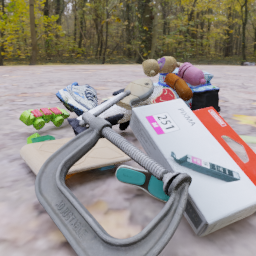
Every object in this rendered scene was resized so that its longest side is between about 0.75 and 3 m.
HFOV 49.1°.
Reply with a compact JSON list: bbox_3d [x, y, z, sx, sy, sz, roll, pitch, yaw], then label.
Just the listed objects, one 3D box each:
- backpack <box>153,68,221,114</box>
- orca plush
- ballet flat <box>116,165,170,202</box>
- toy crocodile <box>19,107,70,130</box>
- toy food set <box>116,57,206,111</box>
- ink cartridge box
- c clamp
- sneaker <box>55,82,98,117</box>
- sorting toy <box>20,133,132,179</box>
[{"bbox_3d":[1.730,-1.144,9.424,2.303,1.692,2.107,7,14,34],"label":"backpack"},{"bbox_3d":[-0.151,-0.227,7.595,1.486,1.004,2.825,21,43,38],"label":"orca plush"},{"bbox_3d":[0.363,0.869,4.542,1.160,0.403,0.403,16,21,22],"label":"ballet flat"},{"bbox_3d":[-2.352,-0.353,8.039,0.581,0.532,1.722,41,29,23],"label":"toy crocodile"},{"bbox_3d":[1.046,-1.256,7.229,1.840,0.456,2.895,16,40,14],"label":"toy food set"},{"bbox_3d":[1.265,0.345,4.292,1.809,0.454,2.084,-14,51,-23],"label":"ink cartridge box"},{"bbox_3d":[-0.166,0.488,3.711,2.149,0.341,2.516,-35,46,-15],"label":"c clamp"},{"bbox_3d":[-1.353,-0.879,8.693,1.030,0.931,2.417,-44,47,-11],"label":"sneaker"},{"bbox_3d":[-1.237,0.464,5.934,1.880,0.374,2.543,-13,20,-32],"label":"sorting toy"}]
